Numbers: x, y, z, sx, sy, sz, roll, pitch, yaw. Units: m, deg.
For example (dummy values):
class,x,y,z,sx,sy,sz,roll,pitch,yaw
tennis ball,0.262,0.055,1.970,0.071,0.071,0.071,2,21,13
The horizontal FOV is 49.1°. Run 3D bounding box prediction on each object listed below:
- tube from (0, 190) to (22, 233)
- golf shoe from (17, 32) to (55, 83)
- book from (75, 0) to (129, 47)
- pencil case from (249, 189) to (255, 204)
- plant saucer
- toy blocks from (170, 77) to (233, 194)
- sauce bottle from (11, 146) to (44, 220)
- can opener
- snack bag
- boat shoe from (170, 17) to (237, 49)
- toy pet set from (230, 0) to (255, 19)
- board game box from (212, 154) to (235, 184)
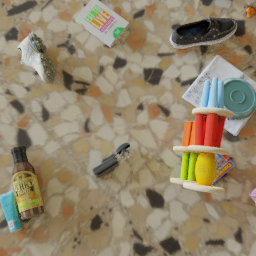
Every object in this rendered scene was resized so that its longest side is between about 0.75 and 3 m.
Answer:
class,x,y,z,sx,sy,sz,roll,pitch,yaw
tube,-3.604,2.571,8.603,0.479,0.312,1.236,-21,72,-13
golf shoe,-3.199,-2.270,9.718,0.966,0.778,1.987,-28,71,11
book,-0.935,-3.833,10.225,1.653,0.397,1.104,37,81,7
pencil case,4.652,2.825,8.064,1.236,1.236,2.828,-25,77,-6
plant saucer,3.625,-1.025,9.347,1.495,0.205,1.495,1,76,-3
toy blocks,2.027,0.219,7.879,1.047,2.403,2.883,8,85,-5
sauce bottle,-3.167,1.645,8.620,0.715,0.715,2.209,-19,76,-5
can opener,-0.482,1.051,8.986,1.489,0.392,0.495,-35,43,-10
snack bag,3.365,-1.127,9.559,2.294,0.246,2.163,40,79,9
boat shoe,2.719,-3.488,9.860,2.505,0.830,0.876,-11,76,-3
toy pet set,4.034,-4.951,10.403,1.709,0.972,1.831,11,76,-33
board game box,2.703,1.126,8.960,0.986,0.276,0.965,-38,78,-9
